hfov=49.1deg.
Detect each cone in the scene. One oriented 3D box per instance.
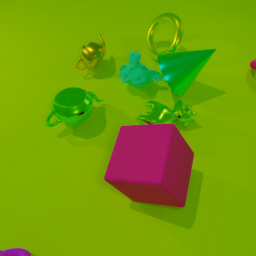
[{"bbox_3d":[1.805,-1.828,7.821,1.430,1.425,1.425,-27,54,29],"label":"cone"}]

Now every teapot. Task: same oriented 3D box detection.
[{"bbox_3d":[-1.106,-2.336,8.694,0.696,0.884,1.422,39,77,-5],"label":"teapot"},{"bbox_3d":[-1.441,-0.560,7.693,1.823,0.892,1.133,-32,52,-23],"label":"teapot"}]

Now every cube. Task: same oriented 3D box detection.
[{"bbox_3d":[0.526,0.830,6.227,1.356,1.356,1.356,-2,57,34],"label":"cube"}]

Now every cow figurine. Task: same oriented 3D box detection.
[{"bbox_3d":[1.064,-0.246,7.559,1.374,0.767,1.397,19,46,18],"label":"cow figurine"}]

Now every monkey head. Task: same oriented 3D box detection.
[{"bbox_3d":[0.281,-1.732,8.297,1.447,1.041,0.872,17,24,23],"label":"monkey head"}]

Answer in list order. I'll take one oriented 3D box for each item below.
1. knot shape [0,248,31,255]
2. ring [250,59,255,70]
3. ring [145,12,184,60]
[{"bbox_3d":[-2.522,3.108,5.243,0.800,1.731,1.619,32,72,-15],"label":"knot shape"},{"bbox_3d":[4.376,-1.937,8.530,1.239,0.248,1.239,-3,21,1],"label":"ring"},{"bbox_3d":[1.138,-2.897,8.899,0.299,1.495,1.495,1,50,-43],"label":"ring"}]
